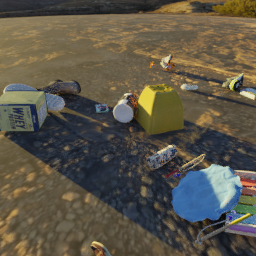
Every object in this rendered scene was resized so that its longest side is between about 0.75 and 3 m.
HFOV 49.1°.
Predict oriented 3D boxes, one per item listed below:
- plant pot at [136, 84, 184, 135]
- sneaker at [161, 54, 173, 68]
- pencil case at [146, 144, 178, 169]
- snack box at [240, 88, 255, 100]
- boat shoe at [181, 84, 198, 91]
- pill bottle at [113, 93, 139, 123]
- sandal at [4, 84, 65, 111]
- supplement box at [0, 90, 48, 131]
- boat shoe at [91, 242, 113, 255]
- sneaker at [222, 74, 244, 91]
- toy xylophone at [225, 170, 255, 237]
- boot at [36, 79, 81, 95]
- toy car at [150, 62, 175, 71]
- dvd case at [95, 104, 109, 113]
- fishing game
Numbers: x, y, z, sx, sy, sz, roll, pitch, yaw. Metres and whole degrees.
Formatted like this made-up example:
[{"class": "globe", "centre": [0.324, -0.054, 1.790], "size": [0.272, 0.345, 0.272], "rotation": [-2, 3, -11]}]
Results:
[{"class": "plant pot", "centre": [1.278, -0.874, 11.278], "size": [1.552, 1.588, 1.542], "rotation": [-10, 30, -17]}, {"class": "sneaker", "centre": [1.764, -3.163, 13.000], "size": [0.377, 0.819, 0.310], "rotation": [45, 51, 6]}, {"class": "pencil case", "centre": [1.108, 0.929, 9.062], "size": [1.137, 0.509, 0.442], "rotation": [-25, 38, -36]}, {"class": "snack box", "centre": [6.345, -1.769, 14.346], "size": [0.666, 0.248, 0.936], "rotation": [-14, 31, -24]}, {"class": "boat shoe", "centre": [3.338, -2.156, 15.137], "size": [0.930, 0.339, 0.287], "rotation": [8, -15, 28]}, {"class": "pill bottle", "centre": [-0.011, -0.964, 12.180], "size": [0.881, 0.881, 1.658], "rotation": [6, 29, 11]}, {"class": "sandal", "centre": [-4.390, -1.230, 12.974], "size": [2.907, 0.714, 1.183], "rotation": [18, 46, 6]}, {"class": "supplement box", "centre": [-4.351, -0.742, 11.511], "size": [1.668, 1.120, 1.666], "rotation": [-1, 28, -1]}, {"class": "boat shoe", "centre": [-0.528, 2.756, 5.886], "size": [0.884, 0.319, 0.318], "rotation": [31, 39, 34]}, {"class": "sneaker", "centre": [5.854, -2.599, 15.474], "size": [0.766, 0.699, 1.893], "rotation": [17, 31, 35]}, {"class": "toy xylophone", "centre": [3.106, 1.907, 7.040], "size": [1.620, 0.556, 2.213], "rotation": [-1, 27, 13]}, {"class": "boot", "centre": [-3.540, -1.895, 14.238], "size": [2.173, 0.758, 1.430], "rotation": [8, 30, 37]}, {"class": "toy car", "centre": [2.258, -4.002, 18.540], "size": [1.603, 0.786, 0.534], "rotation": [2, 68, 40]}, {"class": "dvd case", "centre": [-1.206, -0.913, 12.931], "size": [0.565, 0.085, 0.774], "rotation": [-5, 28, -9]}, {"class": "fishing game", "centre": [2.045, 1.692, 7.316], "size": [1.903, 0.413, 2.657], "rotation": [-31, 27, 2]}]
